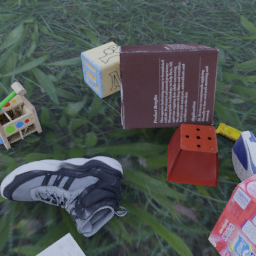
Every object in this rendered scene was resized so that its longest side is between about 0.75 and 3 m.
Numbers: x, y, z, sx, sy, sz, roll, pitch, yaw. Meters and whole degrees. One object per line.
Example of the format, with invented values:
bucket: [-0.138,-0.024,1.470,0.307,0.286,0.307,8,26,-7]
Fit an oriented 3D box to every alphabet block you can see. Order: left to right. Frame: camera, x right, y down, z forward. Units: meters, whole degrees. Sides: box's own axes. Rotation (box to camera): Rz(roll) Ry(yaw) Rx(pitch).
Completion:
alphabet block: [-0.747,-2.081,9.989,1.328,1.304,1.297,-27,54,-23]

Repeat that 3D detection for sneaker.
sneaker: [-1.492,1.658,6.590,2.988,1.127,1.700,-7,45,-9]
sneaker: [3.752,1.228,7.245,1.376,0.963,2.383,-5,54,-10]

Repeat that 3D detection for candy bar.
candy bar: [3.554,0.398,8.420,1.894,0.210,0.472,31,58,25]

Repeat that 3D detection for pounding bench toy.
pounding bench toy: [-3.510,-0.423,8.195,1.293,1.658,1.030,-32,54,-27]

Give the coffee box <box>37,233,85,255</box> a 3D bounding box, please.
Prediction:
coffee box: [-1.274,2.852,5.694,0.839,0.829,0.837,-31,54,-26]

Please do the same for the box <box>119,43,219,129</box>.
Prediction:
box: [1.046,-1.331,8.286,2.567,2.130,2.108,-2,21,-2]

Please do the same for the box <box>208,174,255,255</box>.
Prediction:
box: [2.638,1.926,5.421,1.173,2.478,1.271,-24,51,-20]

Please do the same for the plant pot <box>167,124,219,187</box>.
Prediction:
plant pot: [1.804,0.632,7.539,1.341,1.182,1.340,6,48,5]
